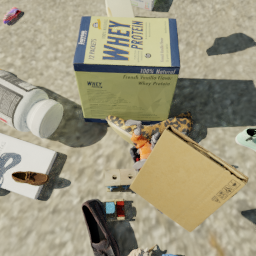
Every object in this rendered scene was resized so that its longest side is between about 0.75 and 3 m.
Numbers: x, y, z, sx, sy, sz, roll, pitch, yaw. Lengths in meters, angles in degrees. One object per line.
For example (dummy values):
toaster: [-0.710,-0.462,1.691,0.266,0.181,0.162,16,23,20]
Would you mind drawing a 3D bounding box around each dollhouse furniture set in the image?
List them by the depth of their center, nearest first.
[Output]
dollhouse furniture set: [-0.188,2.046,8.532,0.965,0.970,1.377,-3,67,-1]

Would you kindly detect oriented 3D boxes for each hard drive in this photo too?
hard drive: [-3.826,1.170,9.246,2.482,0.315,1.638,17,69,7]

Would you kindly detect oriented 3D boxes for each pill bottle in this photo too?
pill bottle: [-3.669,-0.812,9.374,2.729,1.588,1.588,27,70,11]

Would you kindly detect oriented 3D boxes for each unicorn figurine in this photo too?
unicorn figurine: [-0.081,4.345,7.595,2.431,0.898,1.669,-18,61,-3]

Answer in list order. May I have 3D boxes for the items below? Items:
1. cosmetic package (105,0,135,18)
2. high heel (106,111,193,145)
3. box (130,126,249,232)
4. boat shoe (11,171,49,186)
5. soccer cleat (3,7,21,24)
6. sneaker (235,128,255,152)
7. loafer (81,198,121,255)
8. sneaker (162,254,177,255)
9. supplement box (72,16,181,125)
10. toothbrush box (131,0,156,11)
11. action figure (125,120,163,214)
cosmetic package: [-0.203,-3.774,10.733,0.947,1.402,2.666,-9,66,-2]
high heel: [0.786,-0.239,9.402,2.730,0.975,1.946,30,77,-5]
box: [1.017,1.067,5.403,1.621,1.983,0.211,35,44,10]
boat shoe: [-3.049,1.546,8.698,1.162,0.393,0.418,4,68,2]
soccer cleat: [-4.860,-4.681,11.697,0.349,0.305,0.914,25,67,3]
sneaker: [4.442,0.442,9.244,1.503,0.886,0.553,16,67,5]
loafer: [-0.862,3.150,8.098,0.791,0.693,2.201,-27,71,18]
sneaker: [1.091,4.491,7.763,0.728,0.612,1.857,7,67,13]
supplement box: [-0.031,-1.694,8.898,2.892,2.889,1.941,2,59,0]
toothbrush box: [0.771,-5.893,12.000,1.069,0.632,1.468,19,68,7]
action figure: [0.807,1.083,8.125,1.274,2.356,2.436,-31,57,8]
